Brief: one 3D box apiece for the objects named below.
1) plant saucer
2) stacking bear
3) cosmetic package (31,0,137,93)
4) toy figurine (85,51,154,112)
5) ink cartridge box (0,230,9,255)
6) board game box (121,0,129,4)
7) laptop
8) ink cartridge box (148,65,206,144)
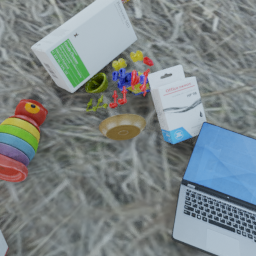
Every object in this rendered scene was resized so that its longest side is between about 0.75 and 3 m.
[{"bbox_3d":[-0.137,0.042,7.823,1.344,1.344,0.238,-6,63,-3],"label":"plant saucer"},{"bbox_3d":[-3.072,0.186,7.904,1.431,1.340,2.357,23,56,-10],"label":"stacking bear"},{"bbox_3d":[-1.310,-2.685,8.860,2.924,1.573,1.241,-44,39,-16],"label":"cosmetic package"},{"bbox_3d":[0.070,-1.183,8.720,2.634,1.578,1.389,-15,72,41],"label":"toy figurine"},{"bbox_3d":[-3.813,3.141,6.508,1.633,1.199,0.677,-21,99,-8],"label":"ink cartridge box"},{"bbox_3d":[-0.756,-5.910,11.182,1.227,0.385,2.568,-35,72,-15],"label":"board game box"},{"bbox_3d":[2.727,1.619,6.863,2.636,1.631,2.815,19,37,5],"label":"laptop"},{"bbox_3d":[1.422,-0.712,8.048,1.186,0.683,2.047,-19,101,-10],"label":"ink cartridge box"}]
